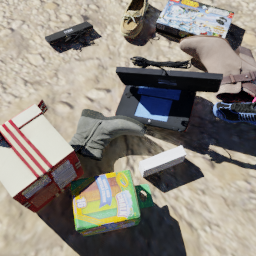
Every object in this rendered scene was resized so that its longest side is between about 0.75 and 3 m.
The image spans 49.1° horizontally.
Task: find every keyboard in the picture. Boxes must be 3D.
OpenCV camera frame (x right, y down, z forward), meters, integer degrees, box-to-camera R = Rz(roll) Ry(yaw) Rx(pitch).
[{"bbox_3d":[1.064,-1.465,7.613,2.902,1.844,0.299,6,79,13],"label":"keyboard"},{"bbox_3d":[-2.082,-3.343,10.142,1.742,0.345,0.907,-26,42,-12],"label":"keyboard"}]

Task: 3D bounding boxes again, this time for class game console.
[{"bbox_3d":[0.900,-0.914,8.523,2.210,0.343,1.954,12,60,17],"label":"game console"}]

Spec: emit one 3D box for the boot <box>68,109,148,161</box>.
[{"bbox_3d":[-0.603,0.335,7.992,2.131,0.722,1.392,12,69,13],"label":"boot"}]

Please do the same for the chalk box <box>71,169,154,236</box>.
[{"bbox_3d":[-0.323,1.808,6.850,1.884,1.166,1.172,-12,63,-6],"label":"chalk box"}]

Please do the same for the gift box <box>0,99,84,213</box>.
[{"bbox_3d":[-2.390,0.614,7.008,1.942,2.105,1.965,-37,67,-23],"label":"gift box"}]

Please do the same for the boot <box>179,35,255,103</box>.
[{"bbox_3d":[2.918,-1.834,8.916,2.732,0.960,1.997,9,64,5],"label":"boot"}]

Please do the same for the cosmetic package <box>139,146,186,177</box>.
[{"bbox_3d":[0.934,0.915,7.689,1.273,0.526,0.322,-19,65,-11],"label":"cosmetic package"}]

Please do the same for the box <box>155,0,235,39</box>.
[{"bbox_3d":[2.440,-3.876,10.231,2.456,0.490,1.681,22,64,11],"label":"box"}]

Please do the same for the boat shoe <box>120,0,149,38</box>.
[{"bbox_3d":[0.232,-4.279,10.324,0.826,0.706,2.252,12,63,6],"label":"boat shoe"}]

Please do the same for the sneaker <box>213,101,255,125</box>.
[{"bbox_3d":[3.569,-0.519,8.284,1.978,0.770,0.694,13,61,9],"label":"sneaker"}]

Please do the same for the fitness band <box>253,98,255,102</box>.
[{"bbox_3d":[4.286,-0.630,8.341,1.111,0.798,0.208,23,63,7],"label":"fitness band"}]
